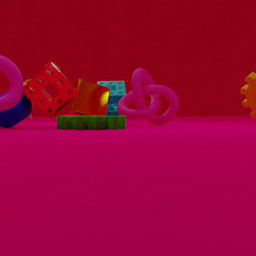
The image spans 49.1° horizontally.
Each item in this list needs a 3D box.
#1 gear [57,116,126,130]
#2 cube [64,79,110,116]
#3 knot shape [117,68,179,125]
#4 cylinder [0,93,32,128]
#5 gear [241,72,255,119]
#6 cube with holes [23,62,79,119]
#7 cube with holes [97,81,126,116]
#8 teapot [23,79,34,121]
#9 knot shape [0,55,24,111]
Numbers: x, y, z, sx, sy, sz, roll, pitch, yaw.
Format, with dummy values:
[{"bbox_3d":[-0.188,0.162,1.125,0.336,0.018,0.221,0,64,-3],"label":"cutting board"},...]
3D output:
[{"bbox_3d":[-0.990,-0.158,7.678,1.839,0.340,1.839,0,2,0],"label":"gear"},{"bbox_3d":[-1.525,-0.948,10.332,1.210,1.210,1.210,14,-13,-26],"label":"cube"},{"bbox_3d":[0.784,-0.904,9.487,1.924,2.056,0.950,27,-24,-7],"label":"knot shape"},{"bbox_3d":[-3.345,-0.553,8.017,0.901,0.901,0.901,0,18,5],"label":"cylinder"},{"bbox_3d":[4.700,-1.041,9.035,0.368,1.989,1.989,-34,23,-35],"label":"gear"},{"bbox_3d":[-2.290,-1.142,8.278,1.121,1.121,1.121,-43,20,-2],"label":"cube with holes"},{"bbox_3d":[-0.718,-1.228,12.238,1.187,1.187,1.187,-2,39,-3],"label":"cube with holes"},{"bbox_3d":[-3.820,-1.098,10.620,0.862,1.761,1.095,6,-25,-18],"label":"teapot"},{"bbox_3d":[-3.541,-0.786,6.391,2.086,1.952,0.964,1,-39,-14],"label":"knot shape"}]
